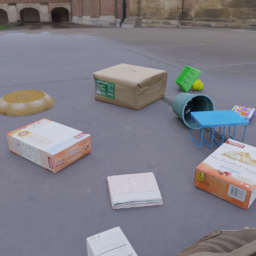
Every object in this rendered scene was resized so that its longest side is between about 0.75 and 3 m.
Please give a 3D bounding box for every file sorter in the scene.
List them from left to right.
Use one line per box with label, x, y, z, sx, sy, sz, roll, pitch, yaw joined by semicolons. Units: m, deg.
file sorter;3.250;0.053;10.216;1.695;1.040;1.176;-4;26;-7

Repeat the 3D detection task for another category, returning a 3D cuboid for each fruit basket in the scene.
fruit basket;3.630;-2.677;15.978;1.494;1.494;1.077;-9;27;-18

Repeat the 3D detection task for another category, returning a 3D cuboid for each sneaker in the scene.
sneaker;1.688;2.552;5.426;2.632;0.927;0.994;-4;7;-16

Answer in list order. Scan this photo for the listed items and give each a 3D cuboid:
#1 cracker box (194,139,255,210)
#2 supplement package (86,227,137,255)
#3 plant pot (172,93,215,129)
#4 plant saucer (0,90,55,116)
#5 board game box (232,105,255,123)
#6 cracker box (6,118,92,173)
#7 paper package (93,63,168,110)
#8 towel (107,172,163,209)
cracker box;3.180;1.212;8.178;1.553;0.669;2.318;21;32;35
supplement package;-0.221;2.598;5.195;0.723;0.720;1.232;-12;28;-23
plant pot;2.637;-0.840;11.857;1.454;1.454;1.424;-8;19;-16
plant saucer;-5.094;-1.358;13.821;2.855;0.505;2.855;0;26;0
board game box;5.053;-0.602;12.463;0.888;0.296;1.321;15;29;28
cracker box;-2.709;0.508;9.621;2.475;0.714;1.658;17;30;33
paper package;0.098;-2.231;14.509;2.886;1.493;2.751;18;31;32
towel;0.161;1.681;7.735;1.371;0.221;1.310;-3;25;-9
